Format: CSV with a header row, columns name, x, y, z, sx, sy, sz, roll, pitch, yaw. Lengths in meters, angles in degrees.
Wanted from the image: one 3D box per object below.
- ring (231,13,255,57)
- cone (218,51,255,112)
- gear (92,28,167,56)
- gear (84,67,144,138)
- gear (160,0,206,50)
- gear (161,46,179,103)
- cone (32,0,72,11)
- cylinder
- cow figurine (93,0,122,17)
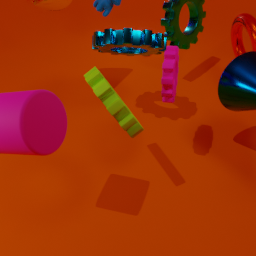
name,x,y,z,sx,sy,sz,roll,pitch,yaw
ring,3.220,-2.292,7.570,0.315,1.576,1.576,-18,47,3
cone,2.910,-0.725,5.866,1.445,1.445,1.450,-11,30,-11
gear,0.035,-2.123,7.059,1.844,0.341,1.844,2,6,0
gear,-0.254,-0.476,5.336,0.276,1.490,1.490,-38,52,3
gear,1.770,-3.441,8.783,1.863,1.863,0.345,-36,40,-29
gear,0.897,-1.114,5.891,0.214,1.156,1.156,6,46,14
cone,-2.218,-3.468,7.273,1.406,1.406,1.412,3,45,3
cylinder,-1.599,-0.074,4.281,0.960,0.960,0.960,0,43,27
cow figurine,-0.638,-4.374,9.549,1.084,0.605,1.101,-47,41,17
